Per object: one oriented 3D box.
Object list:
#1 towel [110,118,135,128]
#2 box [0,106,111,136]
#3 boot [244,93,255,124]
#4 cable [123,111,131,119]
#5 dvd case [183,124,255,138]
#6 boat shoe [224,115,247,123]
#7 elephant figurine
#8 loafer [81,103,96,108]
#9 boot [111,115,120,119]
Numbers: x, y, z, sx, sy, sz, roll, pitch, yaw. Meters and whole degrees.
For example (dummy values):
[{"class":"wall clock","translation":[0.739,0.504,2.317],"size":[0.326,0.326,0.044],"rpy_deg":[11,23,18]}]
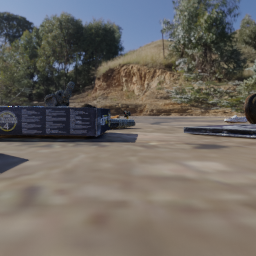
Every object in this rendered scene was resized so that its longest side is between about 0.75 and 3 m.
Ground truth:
[{"class":"towel","translation":[-1.376,-0.217,8.203],"size":[2.343,0.420,2.434],"rpy_deg":[-2,3,-38]},{"class":"box","translation":[-1.534,-0.145,5.397],"size":[2.224,0.546,1.793],"rpy_deg":[1,5,4]},{"class":"boot","translation":[4.696,-0.554,8.348],"size":[2.934,1.096,1.422],"rpy_deg":[0,0,-41]},{"class":"cable","translation":[-0.009,-0.713,14.005],"size":[0.258,0.497,1.024],"rpy_deg":[-9,-10,-19]},{"class":"dvd case","translation":[2.369,0.037,5.630],"size":[2.054,0.164,1.527],"rpy_deg":[-2,4,-39]},{"class":"boat shoe","translation":[4.639,-0.389,12.099],"size":[0.929,0.322,0.329],"rpy_deg":[1,-9,10]},{"class":"elephant figurine","translation":[-3.158,-1.177,12.999],"size":[1.432,1.846,1.306],"rpy_deg":[0,3,-7]},{"class":"loafer","translation":[-2.065,-0.692,12.905],"size":[0.908,0.888,2.488],"rpy_deg":[1,3,13]},{"class":"boot","translation":[-0.681,-0.261,10.104],"size":[0.718,0.342,0.929],"rpy_deg":[0,-9,-13]}]
